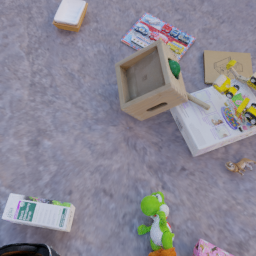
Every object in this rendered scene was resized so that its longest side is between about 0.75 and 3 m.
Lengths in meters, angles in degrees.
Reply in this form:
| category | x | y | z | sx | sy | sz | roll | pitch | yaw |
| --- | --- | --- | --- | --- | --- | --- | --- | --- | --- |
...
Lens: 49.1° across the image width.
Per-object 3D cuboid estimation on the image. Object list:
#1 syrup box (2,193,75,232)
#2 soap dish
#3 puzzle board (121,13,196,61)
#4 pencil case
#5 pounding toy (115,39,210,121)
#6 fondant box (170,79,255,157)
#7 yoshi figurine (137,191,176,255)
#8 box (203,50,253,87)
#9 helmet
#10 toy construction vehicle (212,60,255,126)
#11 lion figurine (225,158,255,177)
| category | x | y | z | sx | sy | sz | roll | pitch | yaw |
| --- | --- | --- | --- | --- | --- | --- | --- | --- | --- |
| syrup box | -2.594 | 2.504 | 8.263 | 1.889 | 0.769 | 0.744 | 9 | 65 | 3 |
| soap dish | -2.360 | -4.668 | 11.609 | 1.112 | 0.574 | 1.414 | 12 | 67 | 5 |
| puzzle board | 1.228 | -3.600 | 11.329 | 2.456 | 0.214 | 1.851 | 33 | 70 | 14 |
| pencil case | 2.562 | 3.700 | 7.789 | 1.502 | 0.622 | 0.650 | 25 | 59 | 9 |
| pounding toy | 1.108 | -1.411 | 9.381 | 2.395 | 1.703 | 2.205 | -22 | 62 | 28 |
| fondant box | 3.084 | -0.421 | 9.569 | 2.723 | 0.793 | 1.964 | -19 | 67 | -8 |
| yoshi figurine | 0.764 | 2.753 | 8.036 | 1.069 | 1.065 | 1.902 | -7 | 63 | 4 |
| box | 3.831 | -2.291 | 10.746 | 1.824 | 0.194 | 1.491 | 4 | 66 | 1 |
| helmet | -2.492 | 3.876 | 7.017 | 1.834 | 1.924 | 1.924 | 9 | 65 | -17 |
| toy construction vehicle | 3.785 | -1.148 | 9.162 | 1.994 | 0.702 | 1.736 | 37 | 71 | 7 |
| lion figurine | 3.683 | 1.198 | 9.108 | 0.976 | 0.354 | 0.598 | -19 | 41 | -25 |
